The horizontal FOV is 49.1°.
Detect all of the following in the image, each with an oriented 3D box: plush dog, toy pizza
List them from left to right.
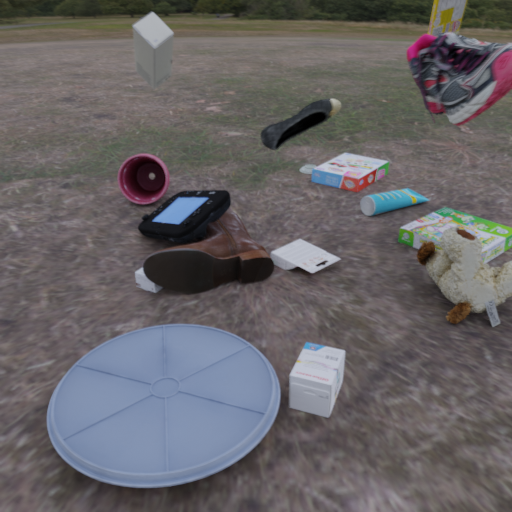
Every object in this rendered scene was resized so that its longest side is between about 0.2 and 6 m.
[{"bbox_3d":[-1.117,1.808,7.025,2.835,0.449,2.835,-1,28,1],"label":"toy pizza"},{"bbox_3d":[3.452,0.345,9.385,1.728,1.386,1.484,28,11,-8],"label":"plush dog"}]

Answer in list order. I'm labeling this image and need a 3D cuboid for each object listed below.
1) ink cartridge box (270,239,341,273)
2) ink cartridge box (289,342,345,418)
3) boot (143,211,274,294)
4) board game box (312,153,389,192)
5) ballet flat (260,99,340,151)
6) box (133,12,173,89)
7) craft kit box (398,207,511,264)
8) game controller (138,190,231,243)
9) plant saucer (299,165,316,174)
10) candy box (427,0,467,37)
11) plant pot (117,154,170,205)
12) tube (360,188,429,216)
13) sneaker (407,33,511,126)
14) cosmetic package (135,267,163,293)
[{"bbox_3d":[0.927,0.081,10.643,0.856,0.266,1.064,-24,40,-38],"label":"ink cartridge box"},{"bbox_3d":[0.795,1.604,7.304,0.551,0.549,0.752,10,29,19],"label":"ink cartridge box"},{"bbox_3d":[-1.158,-0.316,10.704,2.439,0.841,2.617,3,27,-24],"label":"boot"},{"bbox_3d":[2.540,-2.269,15.036,1.387,0.366,1.813,19,33,32],"label":"board game box"},{"bbox_3d":[0.837,-2.317,9.984,1.634,0.543,0.464,-29,62,-11],"label":"ballet flat"},{"bbox_3d":[-1.965,-3.875,10.695,0.508,0.611,1.487,-44,-1,-17],"label":"box"},{"bbox_3d":[4.105,-0.393,11.402,1.725,0.419,1.704,-23,38,-36],"label":"craft kit box"},{"bbox_3d":[-1.459,-0.828,11.072,1.334,0.538,2.557,-52,28,-16],"label":"game controller"},{"bbox_3d":[1.510,-2.429,15.599,0.596,0.150,0.596,1,27,0],"label":"plant saucer"},{"bbox_3d":[3.818,-4.825,11.183,0.660,1.290,0.170,-20,68,1],"label":"candy box"},{"bbox_3d":[-2.647,-1.883,13.589,1.191,1.191,1.066,0,11,1],"label":"plant pot"},{"bbox_3d":[3.240,-1.307,13.188,1.811,0.456,0.701,-15,43,-35],"label":"tube"},{"bbox_3d":[3.140,-2.899,8.820,1.303,1.206,3.231,-39,14,7],"label":"sneaker"},{"bbox_3d":[-1.718,0.289,10.112,0.458,0.334,0.901,14,29,25],"label":"cosmetic package"}]
